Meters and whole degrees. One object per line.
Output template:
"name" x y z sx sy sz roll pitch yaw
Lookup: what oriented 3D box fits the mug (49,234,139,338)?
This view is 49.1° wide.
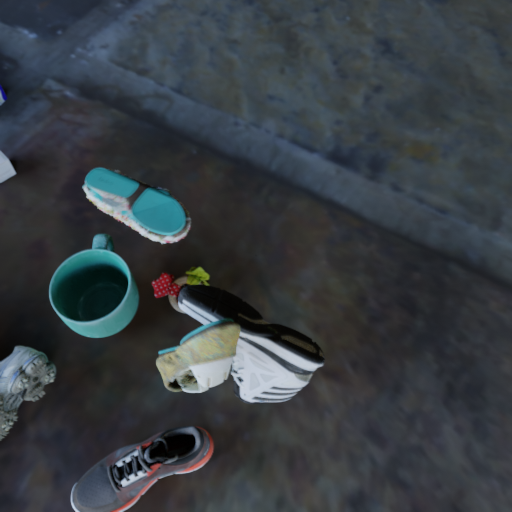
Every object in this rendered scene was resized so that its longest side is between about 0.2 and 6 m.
"mug" -2.674 0.615 9.812 1.375 1.035 1.673 31 66 16

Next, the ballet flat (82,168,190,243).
"ballet flat" -1.790 -0.732 8.769 2.229 0.713 0.843 32 68 28

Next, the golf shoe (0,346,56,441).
"golf shoe" -4.281 2.326 9.101 0.994 0.801 2.045 23 55 35

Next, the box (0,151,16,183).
"box" -5.462 -1.877 11.726 0.537 0.460 0.535 -39 66 -21

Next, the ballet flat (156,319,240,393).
"ballet flat" -0.783 1.508 7.923 0.862 2.438 0.862 10 68 -24

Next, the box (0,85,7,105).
"box" -6.404 -3.595 12.760 0.891 0.508 0.969 21 60 12

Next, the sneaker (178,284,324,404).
"sneaker" -0.306 1.491 8.478 2.384 1.372 0.900 29 20 -3

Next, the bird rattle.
"bird rattle" -1.319 0.623 10.172 1.050 0.592 0.856 -19 76 -8

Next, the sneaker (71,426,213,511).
"sneaker" -1.748 3.089 8.388 2.242 0.918 0.864 -25 62 -15
